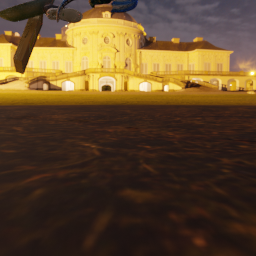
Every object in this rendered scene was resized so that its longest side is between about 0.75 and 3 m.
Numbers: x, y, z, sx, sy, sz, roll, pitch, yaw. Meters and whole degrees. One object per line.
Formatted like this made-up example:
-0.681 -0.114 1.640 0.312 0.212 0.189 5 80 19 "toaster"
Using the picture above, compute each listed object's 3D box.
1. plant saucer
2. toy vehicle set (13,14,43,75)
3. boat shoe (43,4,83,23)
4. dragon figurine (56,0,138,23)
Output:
-3.088 -3.619 8.689 1.890 0.364 1.890 -14 22 6 "plant saucer"
-3.671 -3.286 10.409 0.309 2.332 1.449 19 -14 -15 "toy vehicle set"
-1.919 -3.443 8.386 1.231 0.442 0.416 -10 46 -41 "boat shoe"
-0.304 -3.340 6.797 2.972 0.875 1.477 -32 42 -29 "dragon figurine"
